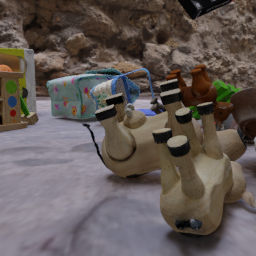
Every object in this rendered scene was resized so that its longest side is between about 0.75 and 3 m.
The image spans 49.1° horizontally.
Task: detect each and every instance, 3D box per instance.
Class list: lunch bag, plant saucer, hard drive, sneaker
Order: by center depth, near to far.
[{"bbox_3d":[2.274,0.099,3.521,2.094,0.336,2.094,24,-8,4],"label":"plant saucer"},{"bbox_3d":[2.723,-0.002,6.055,2.396,0.923,0.981,-8,36,-36],"label":"sneaker"},{"bbox_3d":[1.405,-0.414,9.866,2.811,0.357,1.855,4,9,28],"label":"hard drive"},{"bbox_3d":[-1.294,-1.367,10.975,2.896,1.766,2.467,-16,14,-37],"label":"lunch bag"}]

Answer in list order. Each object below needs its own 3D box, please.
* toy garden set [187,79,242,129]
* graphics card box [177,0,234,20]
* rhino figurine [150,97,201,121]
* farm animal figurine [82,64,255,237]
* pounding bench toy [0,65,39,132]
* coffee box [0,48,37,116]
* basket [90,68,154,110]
[{"bbox_3d":[1.606,-0.409,6.263,1.818,0.435,2.180,-38,-23,31],"label":"toy garden set"},{"bbox_3d":[2.283,-3.966,8.169,1.757,1.102,0.447,-31,-9,-21],"label":"graphics card box"},{"bbox_3d":[1.565,-0.570,7.251,1.072,0.733,2.452,40,-27,-17],"label":"rhino figurine"},{"bbox_3d":[0.883,0.192,2.858,2.042,1.271,2.528,-24,20,-20],"label":"farm animal figurine"},{"bbox_3d":[-3.687,-0.908,8.159,1.425,1.789,2.294,4,9,28],"label":"pounding bench toy"},{"bbox_3d":[-5.329,-1.855,11.843,2.642,2.668,2.672,-3,8,-19],"label":"coffee box"},{"bbox_3d":[-0.078,-0.836,8.659,1.898,1.674,1.320,-12,19,17],"label":"basket"}]
